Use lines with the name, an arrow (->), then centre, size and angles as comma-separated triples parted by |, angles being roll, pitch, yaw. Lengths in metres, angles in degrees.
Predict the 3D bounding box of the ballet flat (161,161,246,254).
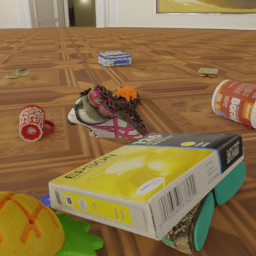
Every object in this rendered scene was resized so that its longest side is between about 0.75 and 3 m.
ballet flat -> 1.136, 1.037, 4.470 | 0.848, 0.764, 2.252 | 4, 24, 39

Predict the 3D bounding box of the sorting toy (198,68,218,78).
sorting toy -> 3.739, -2.568, 13.084 | 0.812, 0.284, 0.817 | 9, 26, 21

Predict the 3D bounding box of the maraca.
maraca -> -1.294, 1.341, 3.369 | 2.031, 1.086, 1.392 | 10, 9, -33

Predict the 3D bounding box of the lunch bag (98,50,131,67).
lunch bag -> -0.683, -3.852, 15.562 | 1.755, 0.663, 1.406 | -15, 30, -29

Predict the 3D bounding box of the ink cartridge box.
ink cartridge box -> 0.125, 0.594, 4.248 | 2.416, 0.568, 2.387 | 1, 17, 41

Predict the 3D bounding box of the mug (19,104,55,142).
mug -> -2.348, -0.131, 7.150 | 0.881, 0.662, 0.992 | -7, 28, -12

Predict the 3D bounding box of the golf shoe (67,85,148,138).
golf shoe -> -0.390, -0.176, 6.328 | 2.235, 1.029, 0.811 | 28, 33, -52

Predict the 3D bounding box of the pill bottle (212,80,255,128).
pill bottle -> 3.379, -0.607, 7.636 | 1.091, 1.091, 1.946 | -15, 28, -31

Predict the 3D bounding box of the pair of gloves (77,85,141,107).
pair of gloves -> -0.671, -1.040, 9.680 | 2.146, 0.265, 1.912 | -5, 26, -5

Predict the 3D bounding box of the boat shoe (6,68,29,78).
boat shoe -> -5.113, -2.548, 12.948 | 0.397, 0.356, 1.073 | 21, 31, 38
